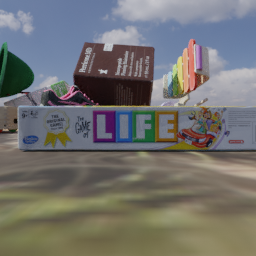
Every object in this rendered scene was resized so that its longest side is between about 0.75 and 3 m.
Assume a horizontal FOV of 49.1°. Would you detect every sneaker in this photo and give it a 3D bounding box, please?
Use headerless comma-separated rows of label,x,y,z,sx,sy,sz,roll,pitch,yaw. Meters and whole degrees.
sneaker,-1.291,-0.579,8.042,2.631,1.255,1.039,1,-1,-35

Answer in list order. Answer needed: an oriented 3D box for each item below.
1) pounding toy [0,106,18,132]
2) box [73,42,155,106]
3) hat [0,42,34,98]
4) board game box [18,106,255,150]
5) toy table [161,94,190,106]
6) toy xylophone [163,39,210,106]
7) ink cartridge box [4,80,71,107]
pounding toy,-2.954,-0.178,5.882,1.198,0.548,1.053,0,2,9
box,-0.391,-1.454,9.371,2.396,1.967,1.988,5,47,1
hat,-3.313,-1.630,9.659,2.206,2.076,2.507,10,14,-31
board game box,0.196,-0.024,3.135,2.285,0.391,1.536,0,2,0
toy table,2.489,-0.805,13.019,1.819,1.672,1.065,-8,-10,-39
toy xylophone,1.893,-1.495,9.018,0.646,1.881,2.569,5,-22,-15
ink cartridge box,-3.012,-0.825,9.997,2.172,0.913,1.580,-21,2,-2
